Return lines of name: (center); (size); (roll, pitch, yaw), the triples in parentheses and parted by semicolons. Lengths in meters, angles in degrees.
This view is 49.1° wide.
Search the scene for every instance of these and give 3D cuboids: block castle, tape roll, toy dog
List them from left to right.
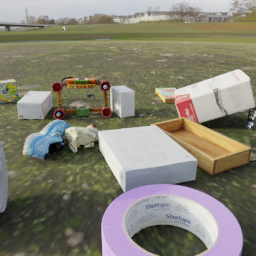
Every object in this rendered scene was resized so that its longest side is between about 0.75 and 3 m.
block castle: (-1.884, -1.214, 11.630); (2.386, 1.594, 1.119); (-2, 16, -7)
toy dog: (-1.434, 0.268, 9.168); (1.078, 0.752, 1.046); (-11, 21, -38)
tape roll: (0.716, 1.935, 4.892); (2.328, 0.764, 2.328); (0, 21, 0)

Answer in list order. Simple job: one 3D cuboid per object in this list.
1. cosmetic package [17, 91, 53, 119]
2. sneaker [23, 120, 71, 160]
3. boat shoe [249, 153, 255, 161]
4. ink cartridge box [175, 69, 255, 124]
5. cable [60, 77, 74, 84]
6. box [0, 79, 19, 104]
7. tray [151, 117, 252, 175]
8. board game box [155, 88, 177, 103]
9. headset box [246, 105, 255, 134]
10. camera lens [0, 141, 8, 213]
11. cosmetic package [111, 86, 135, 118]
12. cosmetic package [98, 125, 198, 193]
cosmetic package: (-4.003, -1.021, 12.200); (1.055, 0.758, 1.869); (0, 21, -4)
sneaker: (-2.358, 0.454, 8.881); (0.946, 0.825, 2.104); (25, 29, 8)
boat shoe: (3.490, 0.727, 8.509); (0.317, 0.286, 0.879); (-13, 26, -30)
ink cartridge box: (3.299, -1.175, 10.974); (2.702, 1.120, 1.983); (-17, 18, 16)
cable: (-3.707, -2.947, 17.662); (1.104, 0.344, 1.353); (-15, 28, -22)
box: (-6.031, -1.799, 13.788); (1.055, 1.017, 0.644); (-12, 25, -29)
tray: (2.147, 0.450, 8.882); (1.464, 0.549, 2.968); (-12, 24, -27)
board game box: (2.179, -1.760, 14.700); (1.084, 0.340, 2.269); (-2, 19, -7)
headset box: (5.620, -0.199, 9.952); (1.973, 0.915, 1.717); (-4, 22, -11)
camera lens: (-3.737, 1.081, 5.640); (2.194, 1.755, 1.755); (-6, 23, -15)
cosmetic package: (-0.236, -1.152, 12.066); (0.679, 1.101, 1.104); (-10, 24, -22)
cosmetic package: (0.419, 0.729, 7.973); (1.970, 0.675, 2.612); (-8, 23, -17)
